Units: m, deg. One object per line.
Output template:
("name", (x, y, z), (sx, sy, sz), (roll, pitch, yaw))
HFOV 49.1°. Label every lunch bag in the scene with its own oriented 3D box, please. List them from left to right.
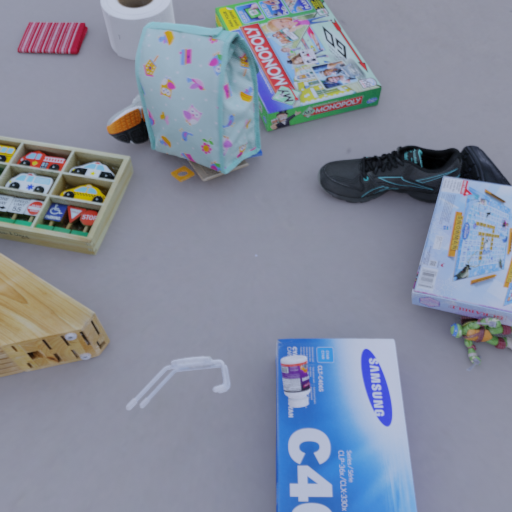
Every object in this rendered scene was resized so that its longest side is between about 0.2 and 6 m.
("lunch bag", (-1.159, -3.351, 11.419), (2.281, 2.678, 1.633), (21, 43, 29))

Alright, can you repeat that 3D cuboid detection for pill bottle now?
("pill bottle", (0.590, 1.851, 8.264), (0.393, 0.393, 0.705), (-7, 90, -4))

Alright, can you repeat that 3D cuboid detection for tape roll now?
("tape roll", (-2.975, -6.062, 14.350), (1.780, 1.222, 1.780), (0, 56, 0))

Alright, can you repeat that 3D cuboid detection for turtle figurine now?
("turtle figurine", (4.051, 1.494, 9.644), (1.196, 1.233, 0.887), (1, 90, -4))

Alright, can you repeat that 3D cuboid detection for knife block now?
("knife block", (-4.712, 0.508, 10.063), (3.687, 1.179, 3.236), (-11, 59, -6))

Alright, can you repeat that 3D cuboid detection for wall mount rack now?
("wall mount rack", (-1.117, 1.850, 8.206), (1.418, 1.632, 0.608), (-8, 76, -2))

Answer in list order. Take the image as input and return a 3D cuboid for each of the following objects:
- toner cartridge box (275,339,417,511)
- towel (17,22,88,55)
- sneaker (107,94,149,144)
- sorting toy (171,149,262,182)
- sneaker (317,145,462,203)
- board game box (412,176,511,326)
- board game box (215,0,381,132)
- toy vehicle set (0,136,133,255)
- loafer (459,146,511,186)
("toner cartridge box", (1.277, 3.312, 8.411), (1.980, 0.900, 4.168), (0, 57, 0))
("towel", (-5.344, -5.726, 14.759), (1.621, 0.182, 1.172), (3, 59, 4))
("sneaker", (-2.594, -3.254, 12.791), (1.023, 0.842, 2.223), (27, 45, 31))
("sorting toy", (-0.890, -2.047, 12.266), (2.081, 0.283, 1.172), (-23, 48, -18))
("sneaker", (2.772, -1.830, 11.637), (2.960, 1.173, 1.116), (0, 59, 1))
("board game box", (4.415, -0.076, 10.075), (2.623, 0.541, 2.630), (13, 65, 22))
("board game box", (0.923, -5.062, 14.066), (2.860, 0.619, 4.250), (-16, 58, -11))
("toy vehicle set", (-4.718, -1.370, 11.723), (3.695, 0.490, 2.296), (10, 57, 6))
("loafer", (4.883, -1.097, 11.343), (0.952, 0.921, 2.712), (-8, 62, -11))
